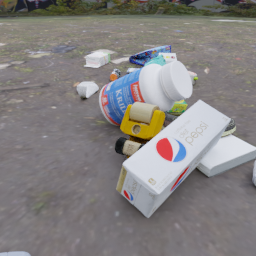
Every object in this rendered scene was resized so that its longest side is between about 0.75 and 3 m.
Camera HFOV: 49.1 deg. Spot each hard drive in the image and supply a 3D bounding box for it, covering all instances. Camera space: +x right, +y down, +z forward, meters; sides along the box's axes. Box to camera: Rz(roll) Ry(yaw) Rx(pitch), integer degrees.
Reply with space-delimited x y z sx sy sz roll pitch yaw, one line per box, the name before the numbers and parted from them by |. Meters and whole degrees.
hard drive | 2.067 0.355 8.173 1.772 0.353 2.687 -15 31 -26

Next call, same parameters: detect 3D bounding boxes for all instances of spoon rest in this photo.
spoon rest | -1.818 -1.638 12.048 0.978 0.597 1.969 2 14 2

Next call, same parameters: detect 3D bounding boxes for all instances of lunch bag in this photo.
lunch bag | 1.252 -4.307 16.836 1.684 1.052 2.236 -23 25 -33

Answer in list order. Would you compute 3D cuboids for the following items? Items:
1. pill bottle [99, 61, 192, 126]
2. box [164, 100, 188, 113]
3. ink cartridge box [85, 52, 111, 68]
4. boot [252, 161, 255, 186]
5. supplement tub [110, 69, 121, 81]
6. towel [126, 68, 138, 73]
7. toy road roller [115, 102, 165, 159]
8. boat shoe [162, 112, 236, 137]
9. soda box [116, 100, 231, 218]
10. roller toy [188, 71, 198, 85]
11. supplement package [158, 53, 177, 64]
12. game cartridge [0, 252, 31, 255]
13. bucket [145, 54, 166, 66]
pill bottle | 0.508 -1.055 8.552 2.670 1.499 1.499 -18 11 40
box | 1.227 -1.104 10.312 1.303 0.537 2.221 0 38 -22
ink cartridge box | -1.839 -4.072 16.653 0.974 0.560 1.664 11 29 21
boot | 3.829 1.080 6.411 1.795 0.660 0.858 9 34 18
supplement tub | -0.645 -2.611 13.905 0.464 0.464 0.757 4 27 8
towel | 0.558 -3.068 15.167 1.172 0.139 0.861 6 26 8
toy road roller | 0.432 0.197 7.359 0.961 1.564 1.142 15 -5 32
boat shoe | 2.060 -0.177 8.032 2.175 0.715 0.777 -2 28 -2
soda box | 1.098 0.558 6.336 0.947 1.013 2.975 37 51 21
roller toy | 2.840 -2.362 13.293 0.737 0.564 0.808 6 24 -14
supplement package | 2.061 -3.329 14.802 0.948 0.913 1.667 2 28 4
game cartridge | -2.291 2.458 4.128 1.704 0.345 1.136 -9 25 -18
bucket | 1.415 -2.518 12.592 0.919 1.413 1.413 -24 24 14
